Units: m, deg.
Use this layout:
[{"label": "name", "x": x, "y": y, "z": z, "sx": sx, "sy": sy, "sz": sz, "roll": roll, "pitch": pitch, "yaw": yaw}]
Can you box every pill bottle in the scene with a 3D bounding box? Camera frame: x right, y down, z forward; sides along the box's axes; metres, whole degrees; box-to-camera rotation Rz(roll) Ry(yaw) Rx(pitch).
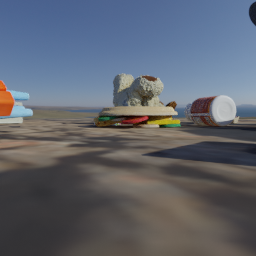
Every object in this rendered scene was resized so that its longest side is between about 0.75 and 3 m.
[{"label": "pill bottle", "x": 2.552, "y": -0.534, "z": 8.974, "sx": 0.928, "sy": 0.928, "sz": 1.654, "roll": -1, "pitch": 3, "yaw": -20}]

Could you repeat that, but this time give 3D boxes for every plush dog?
[{"label": "plush dog", "x": 0.576, "y": -0.838, "z": 10.808, "sx": 2.199, "sy": 2.054, "sz": 2.560, "roll": 20, "pitch": -2, "yaw": -34}]

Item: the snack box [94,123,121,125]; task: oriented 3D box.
[{"label": "snack box", "x": -0.701, "y": -0.228, "z": 9.692, "sx": 0.634, "sy": 0.254, "sz": 0.752, "roll": 3, "pitch": 3, "yaw": 34}]

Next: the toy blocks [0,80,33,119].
[{"label": "toy blocks", "x": -2.536, "y": -0.388, "z": 4.014, "sx": 2.943, "sy": 1.069, "sz": 2.453, "roll": -2, "pitch": 3, "yaw": -45}]

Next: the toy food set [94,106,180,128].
[{"label": "toy food set", "x": 0.249, "y": -0.311, "z": 7.999, "sx": 2.341, "sy": 0.569, "sz": 2.317, "roll": -1, "pitch": 3, "yaw": -18}]

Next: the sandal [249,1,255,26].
[{"label": "sandal", "x": 3.791, "y": -2.549, "z": 6.414, "sx": 1.955, "sy": 0.743, "sz": 0.419, "roll": 14, "pitch": 15, "yaw": 24}]

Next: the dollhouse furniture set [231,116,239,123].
[{"label": "dollhouse furniture set", "x": 3.618, "y": -0.799, "z": 11.862, "sx": 1.698, "sy": 1.205, "sz": 1.345, "roll": -2, "pitch": 3, "yaw": -32}]

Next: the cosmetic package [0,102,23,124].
[{"label": "cosmetic package", "x": -5.329, "y": -0.649, "z": 12.183, "sx": 1.258, "sy": 0.888, "sz": 2.429, "roll": -1, "pitch": 2, "yaw": -24}]
